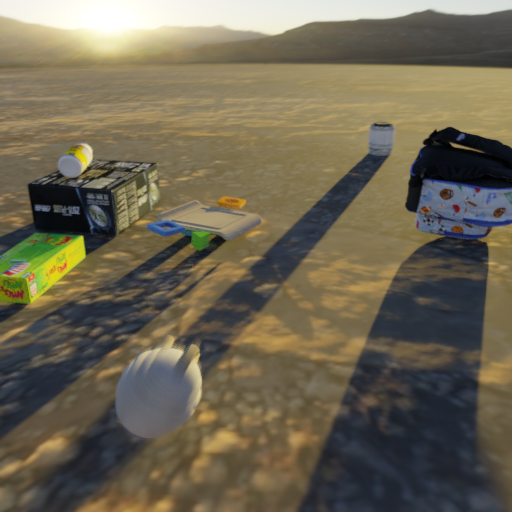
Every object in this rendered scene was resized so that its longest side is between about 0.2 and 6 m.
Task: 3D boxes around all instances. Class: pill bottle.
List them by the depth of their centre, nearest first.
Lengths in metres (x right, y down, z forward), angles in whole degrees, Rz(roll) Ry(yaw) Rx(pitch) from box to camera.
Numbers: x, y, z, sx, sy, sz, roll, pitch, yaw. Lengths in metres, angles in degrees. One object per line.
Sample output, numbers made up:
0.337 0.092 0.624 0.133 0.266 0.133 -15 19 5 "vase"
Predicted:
-3.297 -1.778 10.290 0.436 0.436 0.797 2 32 4 "pill bottle"

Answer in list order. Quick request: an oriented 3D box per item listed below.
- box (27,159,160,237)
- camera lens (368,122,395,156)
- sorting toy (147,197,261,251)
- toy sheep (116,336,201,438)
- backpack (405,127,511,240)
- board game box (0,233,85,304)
-2.995 -1.170 10.684 1.671 0.879 2.040 5 24 12 "box"
3.498 -3.287 15.663 0.684 0.855 0.684 0 23 0 "camera lens"
-0.807 -0.569 9.957 1.447 0.350 2.570 16 24 23 "sorting toy"
-0.833 1.152 4.917 0.783 1.136 0.783 25 28 -14 "toy sheep"
3.724 -1.166 9.848 1.935 1.565 2.031 8 38 23 "backpack"
-3.295 0.140 8.263 0.832 0.390 1.638 4 24 9 "board game box"
